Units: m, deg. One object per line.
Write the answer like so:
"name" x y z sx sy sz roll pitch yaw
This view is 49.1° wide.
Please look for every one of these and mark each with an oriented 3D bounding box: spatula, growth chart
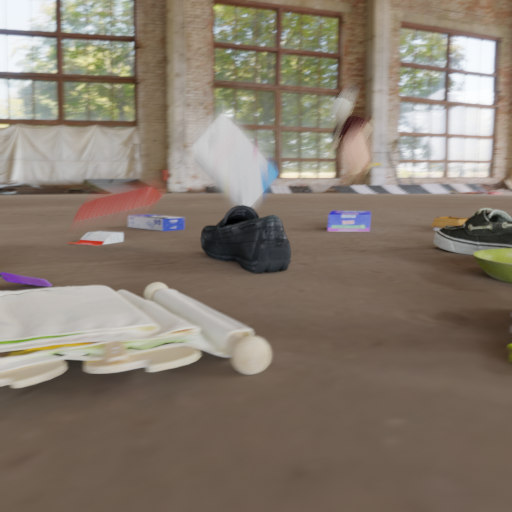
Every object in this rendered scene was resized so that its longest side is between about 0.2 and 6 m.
"spatula" -3.532 0.381 6.912 1.928 0.198 0.545 -7 13 -34
"growth chart" -2.238 0.633 4.566 4.188 0.371 3.031 -2 9 -18

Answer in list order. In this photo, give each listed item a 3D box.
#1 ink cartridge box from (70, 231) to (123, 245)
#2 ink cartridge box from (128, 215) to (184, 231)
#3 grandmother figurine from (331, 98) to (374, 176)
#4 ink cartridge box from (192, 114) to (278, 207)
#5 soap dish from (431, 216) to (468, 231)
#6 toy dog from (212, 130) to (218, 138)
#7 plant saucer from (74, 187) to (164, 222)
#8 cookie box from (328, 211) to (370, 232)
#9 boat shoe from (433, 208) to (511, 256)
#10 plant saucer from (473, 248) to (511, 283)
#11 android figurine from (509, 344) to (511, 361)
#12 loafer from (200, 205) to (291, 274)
"ink cartridge box" -3.541 -0.392 12.331 0.776 0.229 0.970 5 8 31
"ink cartridge box" -2.824 -0.939 15.716 1.646 0.364 0.774 7 10 43
"grandmother figurine" 1.742 -2.219 10.200 0.831 1.371 0.415 -25 15 -7
"ink cartridge box" -0.480 -1.761 10.395 1.626 0.936 0.552 45 -9 -31
"soap dish" 5.286 -0.845 15.009 0.732 0.378 0.930 -5 10 -31
"toy dog" -0.791 -2.826 13.109 0.577 0.560 0.403 -38 14 45
"plant saucer" -2.632 -1.040 10.817 1.484 0.272 1.481 -12 12 2
"cookie box" 2.557 -0.955 15.354 1.121 0.493 1.311 2 8 11
"boat shoe" 4.376 -0.432 10.290 0.964 0.868 2.726 -4 9 -25
"plant saucer" 4.211 0.179 7.914 2.162 0.336 2.162 0 7 0
"android figurine" 2.261 0.790 4.291 0.609 0.137 0.669 -3 10 -19
"loafer" -0.231 -0.371 9.461 0.945 0.977 2.784 -4 9 -24
